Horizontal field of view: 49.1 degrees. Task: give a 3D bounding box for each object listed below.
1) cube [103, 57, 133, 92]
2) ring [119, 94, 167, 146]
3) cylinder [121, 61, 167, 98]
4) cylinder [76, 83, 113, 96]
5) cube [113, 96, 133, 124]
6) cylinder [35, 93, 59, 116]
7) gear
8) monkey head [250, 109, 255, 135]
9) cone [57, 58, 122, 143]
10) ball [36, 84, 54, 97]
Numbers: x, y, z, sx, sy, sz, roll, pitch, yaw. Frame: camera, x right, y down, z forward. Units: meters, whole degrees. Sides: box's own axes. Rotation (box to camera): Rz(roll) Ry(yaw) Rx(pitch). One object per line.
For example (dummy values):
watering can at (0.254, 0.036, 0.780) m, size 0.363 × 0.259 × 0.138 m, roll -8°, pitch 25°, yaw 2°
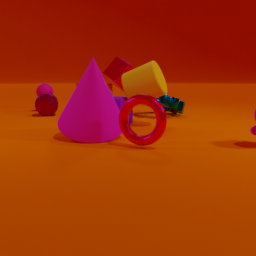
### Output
cube at (-0.243, -1.864, 9.805) m, size 0.778 × 0.778 × 0.778 m, roll 40°, pitch -1°, yaw 39°
ring at (0.285, -0.163, 5.728) m, size 1.064 × 1.064 × 0.213 m, roll 5°, pitch 8°, yaw 27°
cylinder at (0.498, -1.327, 8.400) m, size 1.050 × 1.050 × 1.050 m, roll -20°, pitch 2°, yaw 21°
cylinder at (-1.150, -0.912, 9.669) m, size 1.251 × 1.251 × 1.251 m, roll 0°, pitch 10°, yaw 0°
cube at (-0.401, -0.526, 8.653) m, size 0.850 × 0.850 × 0.850 m, roll 5°, pitch 11°, yaw 25°
cylinder at (-3.154, -0.927, 10.921) m, size 0.851 × 0.851 × 0.851 m, roll -2°, pitch 10°, yaw -13°
gear at (1.162, -1.033, 10.909) m, size 2.089 × 0.386 × 2.089 m, roll 16°, pitch -2°, yaw 0°
monkey head at (3.070, -0.257, 5.711) m, size 0.862 × 1.199 × 0.722 m, roll 43°, pitch 17°, yaw 22°
cone at (-0.810, -0.794, 6.398) m, size 1.639 × 1.645 × 1.639 m, roll 4°, pitch 34°, yaw -3°
ball at (-3.639, -1.577, 12.274) m, size 0.729 × 0.729 × 0.729 m, roll 0°, pitch 10°, yaw 0°
